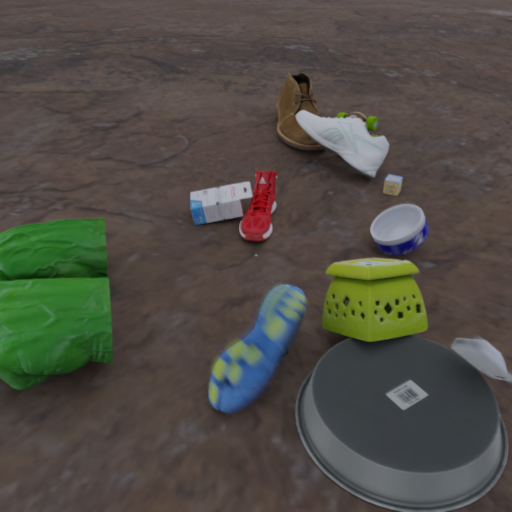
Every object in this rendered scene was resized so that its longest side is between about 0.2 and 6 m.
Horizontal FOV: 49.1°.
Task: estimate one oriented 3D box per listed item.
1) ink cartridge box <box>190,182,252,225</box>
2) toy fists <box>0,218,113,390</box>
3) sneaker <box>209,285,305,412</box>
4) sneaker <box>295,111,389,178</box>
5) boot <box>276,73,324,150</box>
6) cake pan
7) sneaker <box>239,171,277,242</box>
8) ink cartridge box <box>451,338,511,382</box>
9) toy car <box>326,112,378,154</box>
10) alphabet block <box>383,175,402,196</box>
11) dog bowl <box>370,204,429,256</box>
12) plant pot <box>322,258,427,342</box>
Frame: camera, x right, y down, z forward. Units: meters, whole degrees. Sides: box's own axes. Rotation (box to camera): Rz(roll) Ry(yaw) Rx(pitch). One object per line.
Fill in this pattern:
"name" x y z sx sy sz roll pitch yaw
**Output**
"ink cartridge box" -0.698 -1.096 11.629 1.276 0.426 0.739 -10 34 1
"toy fists" -3.250 0.564 8.649 1.895 1.279 3.718 -2 32 -16
"sneaker" 0.116 1.346 7.806 0.724 0.846 2.041 19 58 30
"sneaker" 2.067 -2.891 13.425 2.547 1.021 0.896 39 13 23
"boot" 1.195 -3.981 15.304 1.237 1.268 3.360 0 39 -12
"cake pan" 1.867 1.940 7.239 2.698 0.495 2.698 0 34 0
"sneaker" 0.036 -1.116 11.274 0.703 1.037 1.795 3 34 4
"ink cartridge box" 2.968 1.331 7.178 0.734 0.595 0.184 35 76 -10
"toy car" 2.344 -2.934 14.160 1.045 1.004 1.272 18 50 34
"alphabet block" 3.075 -1.593 12.610 0.334 0.340 0.332 17 37 23
"dog bowl" 2.701 -0.492 10.547 1.021 0.402 1.021 -23 34 16
"plant pot" 1.720 0.587 8.275 1.151 1.049 1.156 -6 5 -29
